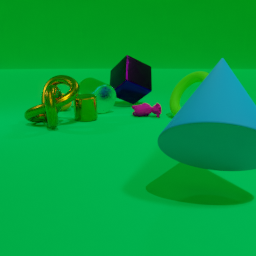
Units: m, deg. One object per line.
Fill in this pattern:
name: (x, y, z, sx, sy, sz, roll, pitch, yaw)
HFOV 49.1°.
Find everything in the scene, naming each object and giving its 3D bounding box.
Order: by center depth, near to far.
cone: (1.252, -0.370, 3.829, 1.488, 1.493, 1.488, 10, -25, 5)
knot shape: (-2.157, -0.845, 8.222, 0.855, 1.731, 1.850, 38, -23, -23)
cylinder: (-1.361, -0.660, 8.986, 0.744, 0.744, 0.744, -1, 20, 0)
ring: (2.058, -1.053, 9.079, 0.348, 1.738, 1.738, 29, -5, -33)
cow figurine: (0.667, -0.608, 9.584, 0.928, 0.509, 0.913, -11, 14, -24)
cylinder: (-1.178, -1.209, 10.323, 1.087, 1.087, 1.087, -11, 28, -39)
teapot: (-2.563, -0.967, 10.831, 0.742, 0.585, 1.194, 42, 31, 10)
cube: (0.106, -2.020, 11.928, 1.317, 1.317, 1.317, 19, -32, -30)
